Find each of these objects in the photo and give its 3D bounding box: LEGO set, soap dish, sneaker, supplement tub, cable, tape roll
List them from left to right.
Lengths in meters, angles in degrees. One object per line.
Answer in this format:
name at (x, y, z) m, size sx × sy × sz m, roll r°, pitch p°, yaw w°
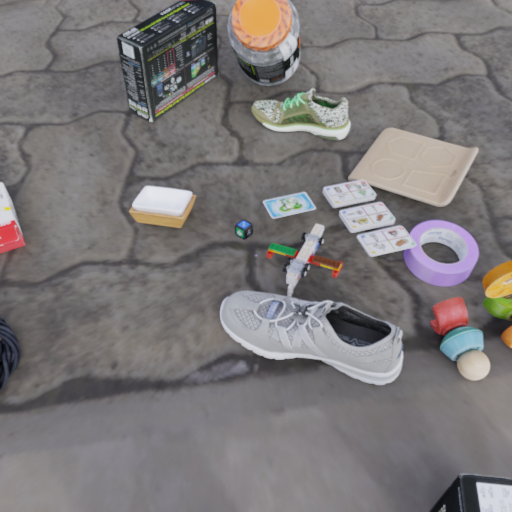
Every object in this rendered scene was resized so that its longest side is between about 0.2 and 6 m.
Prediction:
cable at (-4.620, 1.698, 9.104) m, size 1.471 × 0.458 × 1.803 m, roll 15°, pitch 50°, yaw 12°
soap dish at (-1.868, -0.979, 11.306) m, size 1.122 × 0.456 × 0.883 m, roll 8°, pitch 39°, yaw 8°
supplement tub at (0.228, -5.192, 13.373) m, size 1.665 × 2.717 × 1.665 m, roll 0°, pitch 93°, yaw 5°
sneaker at (1.092, -3.521, 13.138) m, size 2.441 × 1.082 × 0.939 m, roll 10°, pitch 50°, yaw 6°
sneaker at (0.918, 1.039, 9.121) m, size 3.104 × 1.273 × 1.160 m, roll 12°, pitch 51°, yaw 10°
LEGO set at (1.189, -0.385, 10.822) m, size 3.005 × 0.738 × 2.245 m, roll -13°, pitch 44°, yaw -13°
tape roll at (3.487, -0.060, 10.605) m, size 1.294 × 0.424 × 1.294 m, roll 1°, pitch 52°, yaw -2°

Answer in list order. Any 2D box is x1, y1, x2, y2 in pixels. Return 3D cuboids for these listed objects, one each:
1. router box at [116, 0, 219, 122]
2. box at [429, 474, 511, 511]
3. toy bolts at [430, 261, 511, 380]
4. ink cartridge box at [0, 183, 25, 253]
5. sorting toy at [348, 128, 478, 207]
router box at (-2.052, -4.836, 13.679) m, size 0.833 × 2.010 × 2.683 m, roll 30°, pitch 55°, yaw 22°
box at (2.693, 3.795, 6.572) m, size 0.823 × 1.564 × 1.910 m, roll 5°, pitch 50°, yaw 4°
toy bolts at (3.852, 1.141, 8.946) m, size 1.856 × 1.773 × 1.287 m, roll -21°, pitch 57°, yaw 6°
ink cartridge box at (-5.211, -0.570, 10.952) m, size 1.020 × 0.590 × 1.756 m, roll -20°, pitch 52°, yaw -17°
sorting toy at (3.428, -1.941, 12.246) m, size 2.249 × 0.410 × 2.082 m, roll 19°, pitch 51°, yaw 26°
